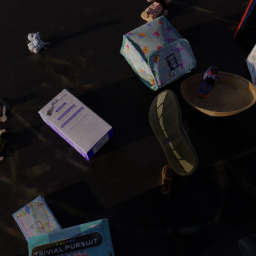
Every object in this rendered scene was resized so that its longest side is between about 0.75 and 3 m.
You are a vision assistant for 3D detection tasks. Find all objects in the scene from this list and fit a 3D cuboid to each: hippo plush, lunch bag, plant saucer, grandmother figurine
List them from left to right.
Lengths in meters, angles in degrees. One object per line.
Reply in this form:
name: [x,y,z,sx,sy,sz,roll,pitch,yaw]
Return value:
hippo plush: [-3.623,-3.375,11.007,0.776,0.624,0.618,10,65,5]
grandmother figurine: [1.272,-5.213,11.999,1.054,0.526,1.738,45,67,-9]
lunch bag: [1.135,-2.664,10.252,1.949,1.395,2.289,-31,74,-18]
plant saucer: [3.078,-1.126,9.646,2.514,0.445,2.514,-3,40,3]

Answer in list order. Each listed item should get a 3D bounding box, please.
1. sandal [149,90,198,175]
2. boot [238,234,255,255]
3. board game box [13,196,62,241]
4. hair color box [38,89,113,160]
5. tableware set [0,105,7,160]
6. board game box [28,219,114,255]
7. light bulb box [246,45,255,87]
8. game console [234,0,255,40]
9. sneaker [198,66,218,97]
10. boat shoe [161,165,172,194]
sandal: [1.520,0.141,9.212,1.138,0.818,2.866,-25,76,33]
boot: [4.526,3.678,7.381,2.159,0.981,2.570,-22,60,-6]
board game box: [-2.600,2.840,8.214,0.945,0.241,1.406,-34,69,-16]
hair color box: [-1.728,-0.139,9.394,2.260,0.732,1.235,39,71,15]
tableware set: [-4.941,0.130,9.474,1.500,0.342,2.227,-7,65,-3]
board game box: [-1.301,3.950,7.061,2.091,0.650,2.770,-16,71,6]
light bulb box: [5.170,-2.250,9.885,1.037,1.647,1.662,-4,64,-3]
game console: [5.418,-4.779,10.528,2.338,2.713,1.610,0,65,0]
sneaker: [2.947,-1.720,9.948,0.540,0.562,1.433,25,59,3]
boat shoe: [1.232,1.589,8.780,0.331,0.311,0.920,7,64,3]
